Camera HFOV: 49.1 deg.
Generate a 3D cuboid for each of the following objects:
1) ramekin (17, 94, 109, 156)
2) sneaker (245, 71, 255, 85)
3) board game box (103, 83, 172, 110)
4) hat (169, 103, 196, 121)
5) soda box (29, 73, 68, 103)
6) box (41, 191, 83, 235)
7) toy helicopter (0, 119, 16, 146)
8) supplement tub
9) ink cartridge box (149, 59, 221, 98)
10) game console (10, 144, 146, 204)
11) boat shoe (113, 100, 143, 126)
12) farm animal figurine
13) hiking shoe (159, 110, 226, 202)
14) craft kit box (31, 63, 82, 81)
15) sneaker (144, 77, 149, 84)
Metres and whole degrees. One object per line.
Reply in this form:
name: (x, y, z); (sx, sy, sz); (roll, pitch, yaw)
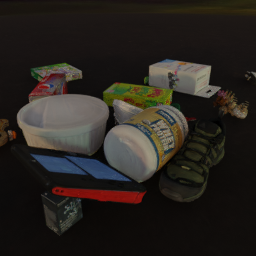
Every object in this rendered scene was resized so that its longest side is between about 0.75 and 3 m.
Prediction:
ramekin: (-1.800, -0.013, 8.086); (2.507, 1.168, 2.507); (1, 28, 0)
sneaker: (6.215, -2.419, 13.388); (0.821, 0.539, 1.427); (0, 25, 4)
board game box: (0.397, -1.206, 11.005); (2.442, 0.581, 1.240); (10, 29, 18)
hat: (1.646, -0.037, 9.223); (1.392, 1.226, 1.153); (-46, 22, 4)
soda box: (-3.012, -1.317, 10.856); (0.830, 0.916, 2.617); (0, 28, 0)
box: (-1.277, 1.538, 5.493); (0.439, 0.820, 0.608); (20, 34, 33)
toy helicopter: (-3.863, 0.112, 8.447); (1.124, 0.671, 1.700); (-2, 25, -9)
supplement tub: (0.530, 0.302, 7.157); (1.462, 1.462, 2.021); (19, 33, 32)
ink cartridge box: (2.609, -2.315, 12.707); (2.911, 0.988, 1.676); (18, 33, 31)
game console: (-1.049, 0.886, 5.863); (2.198, 0.386, 2.486); (20, 0, -39)
boat shoe: (-0.095, -0.359, 9.009); (0.884, 0.842, 2.457); (22, 3, -17)
farm animal figurine: (3.720, -0.771, 10.147); (1.380, 0.727, 1.395); (31, 32, 26)
hiking shoe: (1.593, 0.536, 6.713); (1.096, 1.457, 2.894); (16, 31, 28)
craft kit box: (-3.639, -2.761, 14.187); (1.944, 0.478, 1.969); (-16, 32, -33)
sneaker: (1.063, -2.324, 13.464); (0.344, 0.305, 0.824); (15, 30, 34)
